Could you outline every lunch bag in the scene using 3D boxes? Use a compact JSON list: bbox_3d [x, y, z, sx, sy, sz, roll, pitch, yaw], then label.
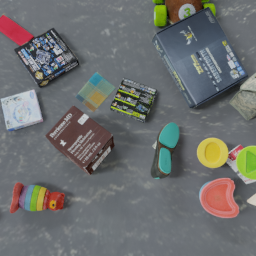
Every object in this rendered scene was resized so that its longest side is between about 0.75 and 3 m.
[{"bbox_3d":[4.596,-1.329,9.567,1.557,1.898,1.116,-38,76,-11],"label":"lunch bag"}]

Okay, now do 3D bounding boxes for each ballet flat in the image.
[{"bbox_3d":[1.132,0.740,9.295,0.753,0.758,2.216,33,48,-10],"label":"ballet flat"}]

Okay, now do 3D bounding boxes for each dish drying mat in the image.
[{"bbox_3d":[-4.633,-3.914,11.351,1.712,0.156,0.657,37,76,10],"label":"dish drying mat"}]

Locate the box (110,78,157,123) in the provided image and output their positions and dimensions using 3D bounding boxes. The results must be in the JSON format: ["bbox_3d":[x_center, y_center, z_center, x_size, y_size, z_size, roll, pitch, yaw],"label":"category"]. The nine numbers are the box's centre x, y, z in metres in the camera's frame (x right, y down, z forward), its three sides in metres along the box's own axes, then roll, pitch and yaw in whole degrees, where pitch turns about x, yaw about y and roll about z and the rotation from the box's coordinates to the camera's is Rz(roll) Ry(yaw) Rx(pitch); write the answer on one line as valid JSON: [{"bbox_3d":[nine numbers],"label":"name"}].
[{"bbox_3d":[0.215,-1.035,10.306,1.391,0.330,1.343,20,75,6],"label":"box"}]

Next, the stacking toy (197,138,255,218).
[{"bbox_3d":[3.347,1.590,9.028,2.197,1.025,2.427,1,81,13],"label":"stacking toy"}]

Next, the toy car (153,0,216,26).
[{"bbox_3d":[2.211,-5.404,10.412,2.337,2.845,2.245,-2,71,0],"label":"toy car"}]

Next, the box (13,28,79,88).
[{"bbox_3d":[-3.133,-2.735,10.800,1.811,0.453,1.825,-35,75,-10],"label":"box"}]

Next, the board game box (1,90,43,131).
[{"bbox_3d":[-3.860,-0.647,10.196,1.243,0.271,1.249,-17,72,-6],"label":"board game box"}]

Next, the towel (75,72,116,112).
[{"bbox_3d":[-0.860,-0.945,7.386,0.666,0.099,0.908,40,105,-13],"label":"towel"}]

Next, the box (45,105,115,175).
[{"bbox_3d":[-1.516,0.447,9.254,1.675,1.376,1.390,36,75,11],"label":"box"}]

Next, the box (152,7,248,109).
[{"bbox_3d":[2.603,-2.544,10.217,2.351,0.761,2.982,-29,88,-9],"label":"box"}]

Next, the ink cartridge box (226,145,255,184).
[{"bbox_3d":[3.821,1.222,9.264,0.487,0.863,1.176,-37,75,-9],"label":"ink cartridge box"}]

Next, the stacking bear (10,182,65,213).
[{"bbox_3d":[-2.818,2.274,8.956,1.526,0.868,0.926,10,91,-7],"label":"stacking bear"}]
